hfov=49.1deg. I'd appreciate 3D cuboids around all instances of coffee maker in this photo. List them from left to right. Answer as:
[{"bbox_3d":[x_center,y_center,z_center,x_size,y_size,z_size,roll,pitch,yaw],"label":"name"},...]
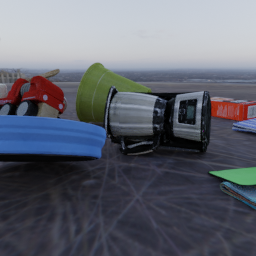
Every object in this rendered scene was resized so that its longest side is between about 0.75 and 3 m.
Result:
[{"bbox_3d":[0.880,-0.258,7.185,2.410,1.623,2.315,5,12,17],"label":"coffee maker"}]

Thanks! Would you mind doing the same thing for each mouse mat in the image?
[{"bbox_3d":[2.396,0.857,5.136,1.509,0.057,1.214,-4,2,-11],"label":"mouse mat"}]

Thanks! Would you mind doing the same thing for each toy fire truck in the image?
[{"bbox_3d":[-2.700,-1.052,8.392,2.149,2.441,1.571,-3,-22,34],"label":"toy fire truck"}]

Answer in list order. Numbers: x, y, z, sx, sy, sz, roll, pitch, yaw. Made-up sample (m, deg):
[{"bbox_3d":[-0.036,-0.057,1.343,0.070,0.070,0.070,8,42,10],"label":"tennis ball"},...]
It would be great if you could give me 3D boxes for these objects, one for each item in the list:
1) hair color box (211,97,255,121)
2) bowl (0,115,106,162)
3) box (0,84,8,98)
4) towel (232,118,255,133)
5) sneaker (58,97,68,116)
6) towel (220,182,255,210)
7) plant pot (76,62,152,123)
[{"bbox_3d":[4.366,-0.874,12.280,1.229,0.741,2.421,-9,14,-32],"label":"hair color box"},{"bbox_3d":[-1.774,0.306,5.032,2.764,0.542,2.764,-1,-9,0],"label":"bowl"},{"bbox_3d":[-5.137,-0.425,7.991,1.850,1.576,2.894,3,13,21],"label":"box"},{"bbox_3d":[5.247,-0.010,9.387,2.985,0.356,2.161,-10,18,-35],"label":"towel"},{"bbox_3d":[-3.273,-0.583,10.220,1.274,1.175,2.889,11,24,38],"label":"sneaker"},{"bbox_3d":[2.382,1.023,4.581,1.414,0.153,1.037,-5,13,-23],"label":"towel"},{"bbox_3d":[-0.351,-0.970,10.099,2.190,2.306,2.306,18,17,17],"label":"plant pot"}]
